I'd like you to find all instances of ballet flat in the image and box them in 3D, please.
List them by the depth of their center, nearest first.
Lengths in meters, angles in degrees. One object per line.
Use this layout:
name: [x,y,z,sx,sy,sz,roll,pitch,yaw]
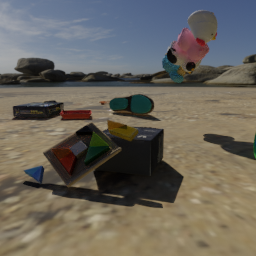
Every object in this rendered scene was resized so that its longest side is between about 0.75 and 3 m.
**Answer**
ballet flat: [0.320,-1.025,12.240,2.630,0.895,0.884,11,4,44]

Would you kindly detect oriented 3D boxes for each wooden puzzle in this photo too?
wooden puzzle: [-0.744,0.332,4.407,1.676,0.196,1.131,-39,44,-23]

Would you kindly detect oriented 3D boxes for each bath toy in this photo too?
bath toy: [1.951,-2.417,8.698,1.181,1.003,2.715,8,-18,-9]

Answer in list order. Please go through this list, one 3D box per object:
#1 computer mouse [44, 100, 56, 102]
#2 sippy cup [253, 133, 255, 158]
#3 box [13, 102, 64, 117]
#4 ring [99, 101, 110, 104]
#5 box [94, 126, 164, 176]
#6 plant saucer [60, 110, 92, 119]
computer mouse: [-4.675,-1.215,14.986,1.790,0.305,0.525,-5,22,3]
sippy cup: [2.938,0.254,5.082,0.918,0.984,1.253,11,20,3]
box: [-3.752,-0.809,11.939,1.467,0.474,1.860,1,10,9]
ring: [-1.006,-1.527,16.918,1.455,0.140,1.455,0,9,0]
box: [0.033,0.360,5.055,1.047,0.625,1.064,3,11,18]
plant saucer: [-2.071,-0.548,11.248,1.206,0.221,1.203,-1,10,-8]
